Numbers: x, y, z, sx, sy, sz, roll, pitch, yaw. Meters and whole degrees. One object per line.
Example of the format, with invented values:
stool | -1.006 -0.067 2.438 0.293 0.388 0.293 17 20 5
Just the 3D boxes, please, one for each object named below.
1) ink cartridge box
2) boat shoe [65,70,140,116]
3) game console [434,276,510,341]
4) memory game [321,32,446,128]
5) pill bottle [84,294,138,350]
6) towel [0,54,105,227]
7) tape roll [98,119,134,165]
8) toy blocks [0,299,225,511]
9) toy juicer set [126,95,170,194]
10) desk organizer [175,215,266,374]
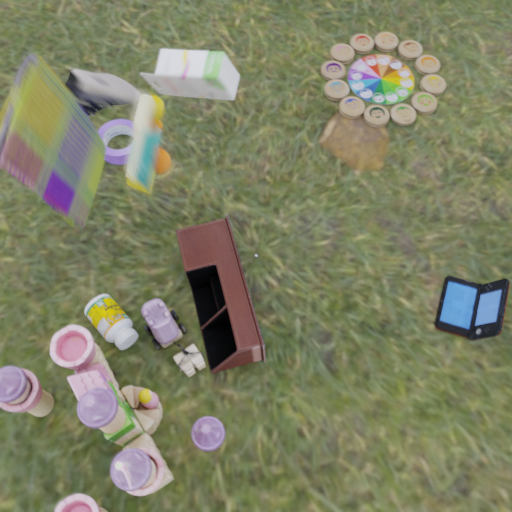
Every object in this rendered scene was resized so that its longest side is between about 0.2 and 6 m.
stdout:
ink cartridge box | -1.046 -2.878 8.880 1.363 0.798 0.459 9 83 18
boat shoe | -2.729 -2.739 9.701 0.691 1.490 0.556 -48 68 27
game console | 3.962 0.883 10.269 0.688 0.999 1.159 29 64 -16
memory game | 2.942 -4.158 13.025 2.918 0.186 2.918 0 64 0
pill bottle | -2.603 1.214 10.148 0.559 0.559 0.991 -39 69 -17
towel | -3.121 -1.691 8.725 0.282 2.479 1.780 6 71 14
tape roll | -2.940 -2.468 12.109 0.992 0.325 0.992 0 63 0
toy blocks | -2.133 2.206 8.493 3.131 2.636 2.926 -31 67 -14
toy juicer set | -1.458 -1.619 7.960 0.578 2.126 1.352 12 90 -11
desk organizer | -0.663 0.692 10.207 1.018 0.948 2.644 -14 64 -5
